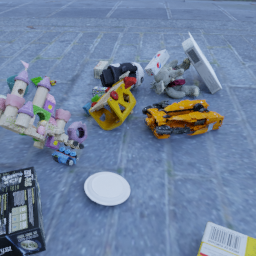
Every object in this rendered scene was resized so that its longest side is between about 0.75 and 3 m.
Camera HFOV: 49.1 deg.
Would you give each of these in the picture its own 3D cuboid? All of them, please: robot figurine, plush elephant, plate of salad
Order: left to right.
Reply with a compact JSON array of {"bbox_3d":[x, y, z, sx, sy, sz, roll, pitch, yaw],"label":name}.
[{"bbox_3d":[-0.535,1.576,7.227,1.190,0.286,1.190,9,32,-6],"label":"plate of salad"},{"bbox_3d":[-0.215,-2.116,11.649,1.810,1.130,1.360,-11,26,-23],"label":"robot figurine"},{"bbox_3d":[1.693,-2.022,11.175,2.038,1.678,1.578,-9,-7,15],"label":"plush elephant"},{"bbox_3d":[1.783,-0.301,9.535,2.608,0.759,1.891,-10,36,-15],"label":"robot figurine"}]

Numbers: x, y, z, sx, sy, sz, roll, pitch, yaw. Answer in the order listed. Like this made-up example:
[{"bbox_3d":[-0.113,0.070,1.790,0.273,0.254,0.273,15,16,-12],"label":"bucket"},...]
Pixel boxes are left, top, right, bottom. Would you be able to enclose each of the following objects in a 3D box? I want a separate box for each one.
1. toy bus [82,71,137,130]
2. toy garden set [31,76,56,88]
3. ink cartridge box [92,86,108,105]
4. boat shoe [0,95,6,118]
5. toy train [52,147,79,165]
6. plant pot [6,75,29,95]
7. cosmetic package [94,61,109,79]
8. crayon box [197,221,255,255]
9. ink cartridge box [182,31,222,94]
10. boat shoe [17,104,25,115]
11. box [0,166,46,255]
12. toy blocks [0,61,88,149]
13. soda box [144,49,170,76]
[{"bbox_3d":[-0.331,-0.905,10.018,2.291,1.184,2.162,-38,16,-4],"label":"toy bus"},{"bbox_3d":[-3.780,-2.056,12.595,0.867,0.207,1.039,-22,40,-26],"label":"toy garden set"},{"bbox_3d":[-0.820,-1.254,11.022,1.146,0.624,0.288,7,31,11],"label":"ink cartridge box"},{"bbox_3d":[-5.403,-0.591,9.762,1.056,0.966,2.825,18,39,25],"label":"boat shoe"},{"bbox_3d":[-1.840,0.858,8.251,0.773,0.335,0.441,19,48,23],"label":"toy train"},{"bbox_3d":[-4.548,-1.745,11.696,0.856,0.687,0.856,0,34,0],"label":"plant pot"},{"bbox_3d":[-1.275,-2.781,13.365,0.433,0.513,0.993,8,34,12],"label":"cosmetic package"},{"bbox_3d":[1.818,2.939,4.956,1.474,0.590,2.322,16,37,22],"label":"crayon box"},{"bbox_3d":[3.107,-2.841,12.053,0.506,2.325,2.018,-32,26,22],"label":"ink cartridge box"},{"bbox_3d":[-3.845,-0.794,10.663,0.358,0.286,0.948,15,37,20],"label":"boat shoe"},{"bbox_3d":[-2.755,1.907,6.247,1.571,0.826,1.919,-11,36,-16],"label":"box"},{"bbox_3d":[-2.358,-0.576,7.818,2.215,2.070,1.865,-3,65,41],"label":"toy blocks"},{"bbox_3d":[0.816,-1.818,7.807,0.284,0.265,0.834,4,49,50],"label":"soda box"}]
